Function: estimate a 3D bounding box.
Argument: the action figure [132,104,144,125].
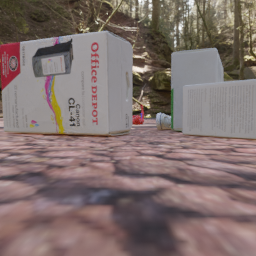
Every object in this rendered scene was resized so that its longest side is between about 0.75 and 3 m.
[{"bbox_3d":[0.306,-0.790,14.145,0.866,1.314,2.655,-1,5,-6],"label":"action figure"}]

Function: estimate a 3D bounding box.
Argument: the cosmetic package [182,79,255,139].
[{"bbox_3d":[2.195,-0.364,5.616,0.779,1.109,2.187,-2,4,-41],"label":"cosmetic package"}]

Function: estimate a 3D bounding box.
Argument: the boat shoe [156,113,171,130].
[{"bbox_3d":[1.273,-0.183,8.756,0.516,0.524,1.479,-2,-5,22],"label":"boat shoe"}]

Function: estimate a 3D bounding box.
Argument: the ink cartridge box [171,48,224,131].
[{"bbox_3d":[2.222,-1.008,8.556,1.221,2.155,2.940,0,1,22],"label":"ink cartridge box"}]

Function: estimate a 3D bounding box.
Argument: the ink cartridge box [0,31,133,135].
[{"bbox_3d":[-1.480,-0.952,6.634,2.962,2.186,1.268,1,4,25],"label":"ink cartridge box"}]
